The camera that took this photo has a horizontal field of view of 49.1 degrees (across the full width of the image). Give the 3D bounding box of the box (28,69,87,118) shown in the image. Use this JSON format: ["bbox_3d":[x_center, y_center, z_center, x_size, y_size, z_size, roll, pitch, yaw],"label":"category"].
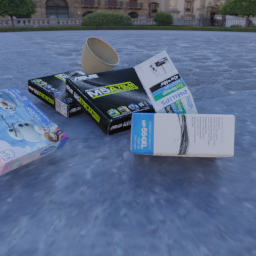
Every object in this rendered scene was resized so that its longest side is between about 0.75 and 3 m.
[{"bbox_3d":[-2.119,-1.471,11.051,2.655,0.631,2.564,31,39,33],"label":"box"}]

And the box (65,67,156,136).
[{"bbox_3d":[-0.220,-1.102,9.766,2.965,0.704,2.863,-16,46,-33],"label":"box"}]

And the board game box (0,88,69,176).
[{"bbox_3d":[-2.727,-0.063,6.421,2.024,0.439,2.014,41,28,11],"label":"board game box"}]

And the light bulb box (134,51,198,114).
[{"bbox_3d":[1.095,-0.955,7.779,0.985,1.564,1.578,-27,60,9],"label":"light bulb box"}]

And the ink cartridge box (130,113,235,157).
[{"bbox_3d":[1.189,0.205,6.554,2.167,0.914,1.582,2,-6,5],"label":"ink cartridge box"}]

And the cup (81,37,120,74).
[{"bbox_3d":[-1.704,-3.633,15.028,2.042,1.460,2.042,27,39,-25],"label":"cup"}]
